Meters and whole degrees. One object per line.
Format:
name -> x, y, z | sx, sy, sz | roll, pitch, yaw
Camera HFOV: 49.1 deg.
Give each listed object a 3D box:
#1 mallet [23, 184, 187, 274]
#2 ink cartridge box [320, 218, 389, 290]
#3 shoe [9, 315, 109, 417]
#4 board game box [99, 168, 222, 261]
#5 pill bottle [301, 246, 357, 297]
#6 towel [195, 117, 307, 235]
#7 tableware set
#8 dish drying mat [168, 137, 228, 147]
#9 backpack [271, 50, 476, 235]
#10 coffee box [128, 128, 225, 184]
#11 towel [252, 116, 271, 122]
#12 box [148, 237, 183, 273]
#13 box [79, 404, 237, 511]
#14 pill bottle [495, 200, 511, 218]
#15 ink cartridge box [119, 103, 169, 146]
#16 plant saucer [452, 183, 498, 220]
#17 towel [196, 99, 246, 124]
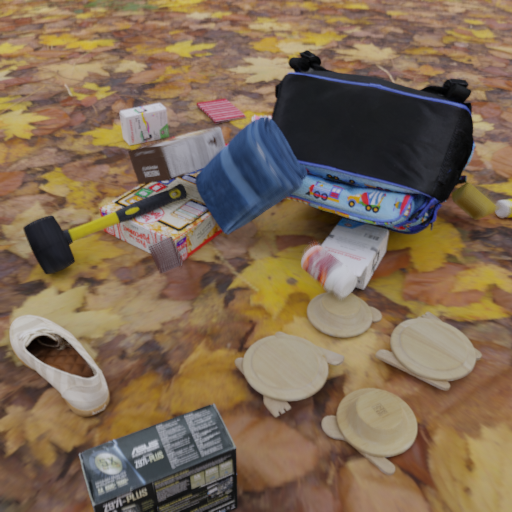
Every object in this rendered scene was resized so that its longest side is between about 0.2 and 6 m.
mallet -> -2.856, -0.569, 11.238 | 3.260, 1.074, 0.671 | -18, 5, -20
ink cartridge box -> 1.820, 0.016, 10.947 | 1.024, 0.590, 1.768 | 18, 39, 22
shoe -> -3.165, 1.536, 8.909 | 2.523, 0.673, 0.882 | 30, 46, 33
board game box -> -1.641, -1.100, 12.385 | 2.147, 0.656, 2.834 | 24, 43, 28
pill bottle -> 1.275, 0.270, 9.788 | 0.518, 0.518, 0.945 | -26, 50, -30
towel -> -0.223, -1.455, 10.651 | 0.633, 2.608, 1.456 | -36, 94, -35
tableware set -> 1.650, 1.673, 8.976 | 2.951, 0.410, 3.533 | 28, 45, 30
dish drying mat -> -0.715, -2.456, 14.420 | 3.952, 0.360, 1.518 | 13, 40, 17
backpack -> 2.560, -2.140, 11.933 | 3.901, 2.874, 4.273 | 19, 8, 23
coffee box -> -1.586, -2.097, 11.661 | 1.028, 0.717, 1.798 | 0, 21, 41
towel -> 0.934, -3.695, 16.115 | 1.971, 0.295, 1.442 | -6, 38, -8
box -> -1.613, -0.022, 10.021 | 0.430, 0.523, 0.434 | -25, 7, -2
box -> -1.121, 2.734, 6.760 | 1.672, 1.369, 0.720 | -16, 41, -19
pill bottle -> 5.773, -1.067, 12.530 | 0.732, 0.400, 0.400 | -6, 38, -12
ink cartridge box -> -3.102, -3.656, 15.581 | 1.197, 0.867, 0.503 | -18, 41, -23
plant saucer -> 4.677, -1.129, 12.141 | 0.864, 0.864, 0.209 | 42, 80, 4
towel -> -1.096, -4.453, 17.224 | 1.058, 0.165, 1.463 | -16, 42, -23
